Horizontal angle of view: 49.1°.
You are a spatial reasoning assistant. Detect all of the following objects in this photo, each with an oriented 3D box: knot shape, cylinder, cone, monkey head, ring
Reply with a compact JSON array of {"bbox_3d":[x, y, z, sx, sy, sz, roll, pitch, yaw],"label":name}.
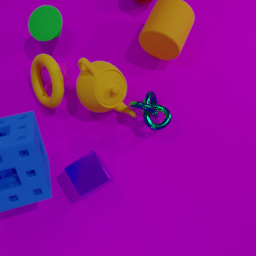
[{"bbox_3d":[0.585,-0.501,6.973,1.069,0.494,1.000,34,35,-10],"label":"knot shape"},{"bbox_3d":[1.007,-2.562,7.286,1.129,1.129,1.129,23,74,6],"label":"cylinder"},{"bbox_3d":[-1.991,-2.603,7.438,0.910,0.913,0.910,0,88,11],"label":"cone"},{"bbox_3d":[-1.861,-1.326,7.247,0.641,0.766,1.064,-6,56,-1],"label":"monkey head"},{"bbox_3d":[-2.015,-1.148,6.939,0.268,1.338,1.338,-19,74,-40],"label":"ring"}]

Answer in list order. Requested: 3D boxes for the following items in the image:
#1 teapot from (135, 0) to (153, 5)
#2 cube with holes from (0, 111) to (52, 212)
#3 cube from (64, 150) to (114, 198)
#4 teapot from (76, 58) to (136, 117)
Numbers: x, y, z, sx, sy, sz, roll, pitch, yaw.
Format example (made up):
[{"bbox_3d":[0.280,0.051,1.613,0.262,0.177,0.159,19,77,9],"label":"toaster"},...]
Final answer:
[{"bbox_3d":[0.400,-3.869,7.808,0.822,0.648,1.323,11,37,-29],"label":"teapot"},{"bbox_3d":[-2.340,0.642,5.488,1.312,1.312,1.312,-14,120,-11],"label":"cube with holes"},{"bbox_3d":[-0.891,1.091,6.585,0.783,0.783,0.783,-33,78,-4],"label":"cube"},{"bbox_3d":[-0.527,-0.938,6.854,0.998,2.038,1.267,17,66,50],"label":"teapot"}]
